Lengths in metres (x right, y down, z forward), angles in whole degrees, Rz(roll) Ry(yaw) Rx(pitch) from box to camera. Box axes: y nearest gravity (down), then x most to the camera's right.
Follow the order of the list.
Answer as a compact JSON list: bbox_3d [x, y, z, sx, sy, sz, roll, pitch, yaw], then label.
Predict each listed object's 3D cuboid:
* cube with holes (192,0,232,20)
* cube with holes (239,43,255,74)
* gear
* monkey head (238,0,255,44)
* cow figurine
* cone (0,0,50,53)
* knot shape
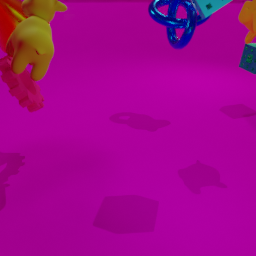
[{"bbox_3d":[1.520,-2.535,4.992,0.794,0.794,0.794,-30,11,18],"label":"cube with holes"},{"bbox_3d":[4.623,-2.447,9.852,0.857,0.857,0.857,-5,31,-18],"label":"cube with holes"},{"bbox_3d":[-2.487,-1.045,6.615,0.258,1.395,1.395,-28,28,4],"label":"gear"},{"bbox_3d":[3.020,-2.375,6.080,0.913,1.515,1.090,23,54,-25],"label":"monkey head"},{"bbox_3d":[-1.773,-1.933,5.498,0.891,1.598,1.624,19,27,-38],"label":"cow figurine"},{"bbox_3d":[-2.804,-2.724,6.397,1.435,1.440,1.435,-9,60,16],"label":"cone"},{"bbox_3d":[1.674,-3.464,8.853,2.070,1.937,0.956,0,0,28],"label":"knot shape"}]
